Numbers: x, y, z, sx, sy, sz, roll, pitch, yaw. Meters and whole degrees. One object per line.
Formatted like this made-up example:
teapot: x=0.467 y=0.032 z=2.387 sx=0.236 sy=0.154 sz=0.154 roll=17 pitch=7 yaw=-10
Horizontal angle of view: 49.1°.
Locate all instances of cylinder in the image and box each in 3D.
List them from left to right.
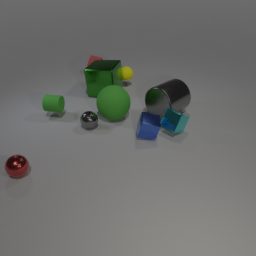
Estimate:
cylinder: x=-3.075 y=-1.017 z=11.593 sx=0.700 sy=0.700 sz=0.700 roll=5 pitch=32 yaw=10
cylinder: x=1.666 y=-1.215 z=11.726 sx=1.400 sy=1.400 sz=1.400 roll=27 pitch=40 yaw=37

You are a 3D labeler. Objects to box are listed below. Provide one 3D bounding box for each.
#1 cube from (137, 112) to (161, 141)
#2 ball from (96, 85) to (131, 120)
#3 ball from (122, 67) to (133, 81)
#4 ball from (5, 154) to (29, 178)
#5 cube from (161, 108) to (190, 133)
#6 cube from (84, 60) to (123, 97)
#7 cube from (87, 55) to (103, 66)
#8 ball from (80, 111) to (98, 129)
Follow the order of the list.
cube: x=0.756 y=-0.072 z=10.328 sx=0.700 sy=0.700 sz=0.700 roll=12 pitch=39 yaw=-8
ball: x=-0.589 y=-1.037 z=11.434 sx=1.400 sy=1.400 sz=1.400 roll=0 pitch=32 yaw=0
ball: x=-0.095 y=-2.771 z=14.270 sx=0.700 sy=0.700 sz=0.700 roll=0 pitch=32 yaw=0
ball: x=-3.396 y=1.161 z=8.569 sx=0.700 sy=0.700 sz=0.700 roll=0 pitch=32 yaw=0
cube: x=1.776 y=-0.278 z=10.620 sx=0.700 sy=0.700 sz=0.700 roll=31 pitch=16 yaw=33
cube: x=-1.131 y=-2.394 z=13.513 sx=1.400 sy=1.400 sz=1.400 roll=4 pitch=32 yaw=16
cube: x=-1.796 y=-3.571 z=15.745 sx=0.700 sy=0.700 sz=0.700 roll=16 pitch=79 yaw=16
ball: x=-1.518 y=-0.317 z=10.943 sx=0.700 sy=0.700 sz=0.700 roll=0 pitch=32 yaw=0
